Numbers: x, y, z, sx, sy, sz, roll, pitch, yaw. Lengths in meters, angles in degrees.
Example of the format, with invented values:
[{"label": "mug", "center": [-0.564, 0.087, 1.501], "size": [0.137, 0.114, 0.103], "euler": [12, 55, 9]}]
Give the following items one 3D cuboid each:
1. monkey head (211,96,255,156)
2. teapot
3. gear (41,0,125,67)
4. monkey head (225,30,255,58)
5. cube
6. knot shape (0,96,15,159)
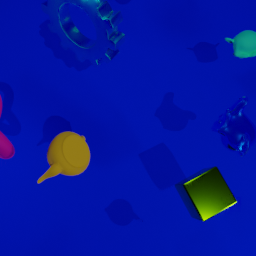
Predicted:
[{"label": "monkey head", "center": [2.454, -0.047, 6.084], "size": [0.939, 1.558, 1.121], "euler": [38, 121, 8]}, {"label": "teapot", "center": [-1.329, 0.605, 5.926], "size": [0.943, 0.742, 1.516], "euler": [54, 38, -16]}, {"label": "gear", "center": [-1.020, -2.360, 6.268], "size": [2.043, 2.043, 0.378], "euler": [35, 60, 7]}, {"label": "monkey head", "center": [3.225, -2.321, 7.790], "size": [1.191, 0.857, 0.718], "euler": [-10, 103, -4]}, {"label": "cube", "center": [1.760, 1.511, 6.500], "size": [0.899, 0.899, 0.899], "euler": [-27, 81, -8]}, {"label": "knot shape", "center": [-3.190, -0.128, 5.560], "size": [1.962, 0.907, 1.836], "euler": [13, 121, -16]}]
